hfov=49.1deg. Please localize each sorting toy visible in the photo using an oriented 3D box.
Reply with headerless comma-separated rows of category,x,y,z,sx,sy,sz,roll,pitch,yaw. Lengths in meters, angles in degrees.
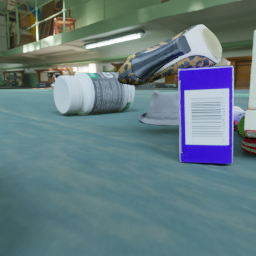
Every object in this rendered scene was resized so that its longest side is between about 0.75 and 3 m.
sorting toy,2.781,0.036,5.896,0.539,0.543,1.565,23,-6,-41

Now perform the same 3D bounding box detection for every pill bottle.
pill bottle,-1.178,-1.243,10.059,2.637,1.492,1.492,-9,13,-39

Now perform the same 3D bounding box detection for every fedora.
fedora,1.232,-0.665,8.348,1.771,0.904,2.003,4,10,23

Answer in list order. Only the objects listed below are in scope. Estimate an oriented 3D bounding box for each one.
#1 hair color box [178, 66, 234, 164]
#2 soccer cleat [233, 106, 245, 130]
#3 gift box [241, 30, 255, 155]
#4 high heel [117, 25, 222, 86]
hair color box,1.433,-0.349,4.998,0.807,1.362,2.492,1,9,20
soccer cleat,2.681,-0.134,6.589,0.628,0.585,1.716,-22,14,-4
gift box,2.743,-0.367,4.299,1.729,1.750,1.874,4,-9,30
high heel,0.834,-1.301,5.376,1.526,0.765,2.141,-19,0,41
